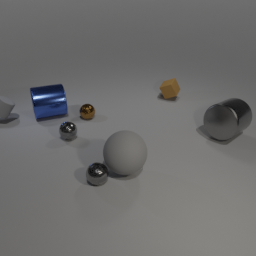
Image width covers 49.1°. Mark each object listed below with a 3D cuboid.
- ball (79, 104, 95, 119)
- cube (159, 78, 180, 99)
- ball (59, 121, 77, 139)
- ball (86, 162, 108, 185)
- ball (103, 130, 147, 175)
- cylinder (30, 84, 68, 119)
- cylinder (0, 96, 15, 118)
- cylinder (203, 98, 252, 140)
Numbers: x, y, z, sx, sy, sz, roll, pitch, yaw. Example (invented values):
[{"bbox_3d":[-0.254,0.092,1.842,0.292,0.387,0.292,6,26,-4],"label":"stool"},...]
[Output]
[{"bbox_3d":[-1.802,-0.732,12.431,0.700,0.700,0.700,0,30,0],"label":"ball"},{"bbox_3d":[2.129,-2.000,14.178,0.700,0.700,0.700,-12,29,36],"label":"cube"},{"bbox_3d":[-2.325,0.096,10.881,0.700,0.700,0.700,0,30,0],"label":"ball"},{"bbox_3d":[-0.954,1.408,8.671,0.700,0.700,0.700,0,30,0],"label":"ball"},{"bbox_3d":[-0.087,0.771,8.825,1.400,1.400,1.400,0,30,0],"label":"ball"},{"bbox_3d":[-3.532,-1.191,12.489,1.400,1.400,1.400,-11,32,-19],"label":"cylinder"},{"bbox_3d":[-5.295,-0.881,11.933,0.700,0.700,0.700,32,11,-7],"label":"cylinder"},{"bbox_3d":[3.879,-0.367,10.882,1.400,1.400,1.400,25,30,36],"label":"cylinder"}]
